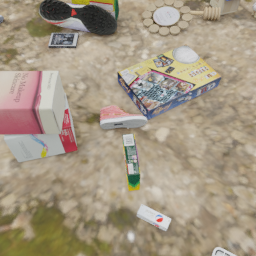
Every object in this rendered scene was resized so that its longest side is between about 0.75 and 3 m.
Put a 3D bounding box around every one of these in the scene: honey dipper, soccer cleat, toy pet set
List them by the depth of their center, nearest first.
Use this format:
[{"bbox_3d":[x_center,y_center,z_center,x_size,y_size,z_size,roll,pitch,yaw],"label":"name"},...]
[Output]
[{"bbox_3d":[-1.855,-4.213,10.789,2.922,1.069,0.997,9,97,-8],"label":"soccer cleat"},{"bbox_3d":[2.413,-4.675,11.424,2.576,0.489,0.489,3,55,7],"label":"honey dipper"},{"bbox_3d":[4.763,-5.986,11.618,2.724,1.549,2.918,-16,56,-11],"label":"toy pet set"}]

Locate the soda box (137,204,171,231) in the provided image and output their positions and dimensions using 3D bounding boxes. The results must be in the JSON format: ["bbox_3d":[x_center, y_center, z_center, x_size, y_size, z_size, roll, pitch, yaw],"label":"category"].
[{"bbox_3d":[0.620,2.161,6.750,0.789,0.251,0.269,23,59,15],"label":"soda box"}]

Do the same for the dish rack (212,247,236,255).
[{"bbox_3d":[2.103,3.144,6.092,0.735,0.186,0.856,24,58,18],"label":"dish rack"}]

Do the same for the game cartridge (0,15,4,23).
[{"bbox_3d":[-5.872,-4.127,11.104,1.062,0.322,1.593,23,58,20],"label":"game cartridge"}]

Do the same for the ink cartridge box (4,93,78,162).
[{"bbox_3d":[-2.370,-0.003,7.662,1.685,1.219,1.224,-12,56,-8],"label":"ink cartridge box"}]

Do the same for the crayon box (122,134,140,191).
[{"bbox_3d":[0.077,0.889,7.181,0.333,0.987,1.144,-6,55,-4],"label":"crayon box"}]

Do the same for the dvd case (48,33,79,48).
[{"bbox_3d":[-2.438,-3.328,10.638,1.036,0.128,0.779,1,55,1],"label":"dvd case"}]

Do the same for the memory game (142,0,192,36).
[{"bbox_3d":[1.556,-4.451,11.228,2.013,0.128,2.013,-2,64,5],"label":"memory game"}]

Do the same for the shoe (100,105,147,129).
[{"bbox_3d":[-0.150,-0.366,8.353,1.404,0.501,0.638,-5,58,0],"label":"shoe"}]

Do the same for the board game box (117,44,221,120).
[{"bbox_3d":[1.327,-1.600,9.214,2.814,0.487,1.906,-25,59,-17],"label":"board game box"}]

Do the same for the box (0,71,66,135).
[{"bbox_3d":[-2.559,-0.597,6.680,1.908,1.039,1.220,-1,55,-1],"label":"box"}]

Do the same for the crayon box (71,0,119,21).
[{"bbox_3d":[-1.289,-5.208,10.317,1.732,2.728,0.693,11,64,7],"label":"crayon box"}]
